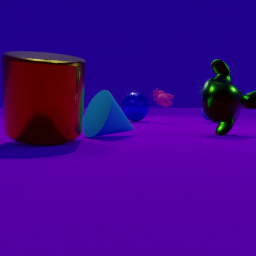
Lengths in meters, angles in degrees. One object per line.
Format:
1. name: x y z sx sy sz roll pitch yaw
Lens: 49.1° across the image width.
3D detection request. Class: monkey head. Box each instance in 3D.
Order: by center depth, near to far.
1. monkey head: 2.349 -0.652 6.353 1.288 1.790 1.079 -9 -17 33

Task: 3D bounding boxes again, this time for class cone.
1. cone: -0.261 -0.132 6.189 1.068 1.064 1.064 23 -10 -34

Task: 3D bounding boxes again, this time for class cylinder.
1. cylinder: -1.499 -0.585 5.053 1.396 1.396 1.396 6 19 -2

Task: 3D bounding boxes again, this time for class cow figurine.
1. cow figurine: 1.290 -1.169 10.911 0.953 0.531 0.968 21 25 22

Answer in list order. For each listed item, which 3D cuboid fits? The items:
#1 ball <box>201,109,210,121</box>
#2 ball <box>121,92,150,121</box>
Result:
1. ball: 3.340 -0.665 11.201 0.786 0.786 0.786 0 5 0
2. ball: 0.314 -0.906 12.019 1.251 1.251 1.251 0 5 0
